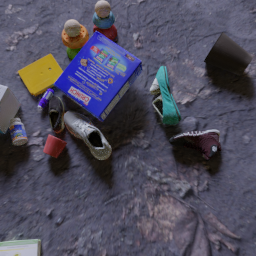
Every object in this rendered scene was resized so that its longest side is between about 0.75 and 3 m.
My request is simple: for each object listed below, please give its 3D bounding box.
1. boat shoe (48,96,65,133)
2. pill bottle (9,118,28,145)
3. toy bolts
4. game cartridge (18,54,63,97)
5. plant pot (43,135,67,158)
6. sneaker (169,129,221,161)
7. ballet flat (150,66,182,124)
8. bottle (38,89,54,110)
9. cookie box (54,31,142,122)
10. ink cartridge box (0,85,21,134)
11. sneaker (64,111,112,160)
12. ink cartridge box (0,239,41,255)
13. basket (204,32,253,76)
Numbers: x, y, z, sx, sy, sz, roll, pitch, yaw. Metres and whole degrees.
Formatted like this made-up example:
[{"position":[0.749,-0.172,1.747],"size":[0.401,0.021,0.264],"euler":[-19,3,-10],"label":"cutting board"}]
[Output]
[{"position":[-2.978,-0.626,11.564],"size":[0.615,0.545,1.681],"euler":[-18,68,9],"label":"boat shoe"},{"position":[-4.456,0.131,11.298],"size":[0.578,0.578,1.031],"euler":[-20,70,-8],"label":"pill bottle"},{"position":[-1.324,-4.171,12.303],"size":[2.530,1.837,2.649],"euler":[32,72,12],"label":"toy bolts"},{"position":[-3.803,-2.352,12.462],"size":[1.701,0.276,1.499],"euler":[-32,72,-9],"label":"game cartridge"},{"position":[-2.905,0.737,10.992],"size":[0.808,0.808,0.715],"euler":[24,81,9],"label":"plant pot"},{"position":[2.719,0.753,10.963],"size":[2.077,0.786,1.199],"euler":[-8,72,-4],"label":"sneaker"},{"position":[1.433,-1.387,11.747],"size":[0.965,0.923,2.742],"euler":[-15,68,6],"label":"ballet flat"},{"position":[-3.503,-1.222,11.927],"size":[0.305,0.390,0.934],"euler":[32,70,-12],"label":"bottle"},{"position":[-1.199,-2.109,11.601],"size":[2.445,1.074,2.859],"euler":[37,84,12],"label":"cookie box"},{"position":[-5.771,-0.944,11.215],"size":[2.039,1.489,1.496],"euler":[16,68,6],"label":"ink cartridge box"},{"position":[-1.601,0.094,10.992],"size":[2.535,1.166,0.959],"euler":[42,73,14],"label":"sneaker"},{"position":[-3.728,4.844,9.539],"size":[1.366,0.450,1.877],"euler":[-4,67,-2],"label":"ink cartridge box"},{"position":[4.460,-3.127,12.309],"size":[1.696,1.153,1.529],"euler":[34,87,8],"label":"basket"}]
